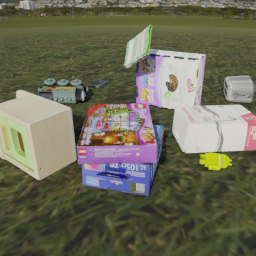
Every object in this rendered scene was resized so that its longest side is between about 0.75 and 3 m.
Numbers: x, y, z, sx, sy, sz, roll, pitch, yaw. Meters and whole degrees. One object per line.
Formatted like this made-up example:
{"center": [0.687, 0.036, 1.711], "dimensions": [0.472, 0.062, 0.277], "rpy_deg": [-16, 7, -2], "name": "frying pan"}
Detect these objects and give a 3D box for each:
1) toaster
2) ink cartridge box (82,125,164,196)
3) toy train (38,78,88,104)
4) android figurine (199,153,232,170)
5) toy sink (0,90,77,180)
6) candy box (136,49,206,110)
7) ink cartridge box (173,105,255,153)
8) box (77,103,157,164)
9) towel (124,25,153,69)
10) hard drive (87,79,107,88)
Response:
{"center": [5.496, -1.977, 13.925], "dimensions": [1.234, 1.086, 1.910], "rpy_deg": [2, 33, 10], "name": "toaster"}
{"center": [-0.113, 0.861, 8.179], "dimensions": [1.926, 1.078, 2.823], "rpy_deg": [6, 28, 13], "name": "ink cartridge box"}
{"center": [-3.198, -1.708, 13.650], "dimensions": [2.444, 1.042, 1.393], "rpy_deg": [1, 38, -2], "name": "toy train"}
{"center": [2.733, 1.027, 8.777], "dimensions": [0.986, 0.202, 0.897], "rpy_deg": [3, 25, 13], "name": "android figurine"}
{"center": [-3.189, 0.095, 8.828], "dimensions": [2.835, 1.848, 1.588], "rpy_deg": [21, 33, 35], "name": "toy sink"}
{"center": [1.888, -2.191, 12.819], "dimensions": [2.929, 2.457, 1.048], "rpy_deg": [13, 29, 25], "name": "candy box"}
{"center": [3.049, -0.019, 9.874], "dimensions": [2.584, 1.070, 1.893], "rpy_deg": [-2, 24, -4], "name": "ink cartridge box"}
{"center": [-0.279, 0.039, 7.961], "dimensions": [1.927, 0.551, 2.817], "rpy_deg": [-1, 26, -1], "name": "box"}
{"center": [0.376, -3.264, 11.350], "dimensions": [0.268, 1.302, 1.745], "rpy_deg": [12, -13, -26], "name": "towel"}
{"center": [-1.752, -2.540, 16.113], "dimensions": [0.735, 0.231, 1.090], "rpy_deg": [14, 29, 27], "name": "hard drive"}
